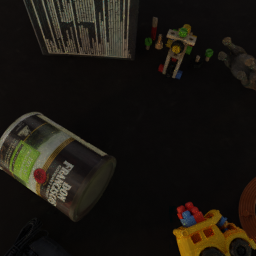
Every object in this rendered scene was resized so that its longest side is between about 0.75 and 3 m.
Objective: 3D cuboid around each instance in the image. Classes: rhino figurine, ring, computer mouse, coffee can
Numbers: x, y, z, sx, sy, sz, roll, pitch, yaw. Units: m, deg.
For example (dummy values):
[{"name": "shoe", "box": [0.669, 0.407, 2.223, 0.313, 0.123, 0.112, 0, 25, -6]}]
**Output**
[{"name": "rhino figurine", "box": [3.268, -1.428, 7.457, 0.680, 0.994, 2.274, -43, 53, 25]}, {"name": "ring", "box": [3.289, 1.690, 5.806, 1.966, 0.189, 1.966, -24, 44, 25]}, {"name": "computer mouse", "box": [-1.607, 2.801, 5.463, 2.157, 0.569, 1.494, 22, 61, 21]}, {"name": "coffee can", "box": [-1.536, 0.795, 6.127, 2.094, 1.532, 1.532, 29, 66, 15]}]

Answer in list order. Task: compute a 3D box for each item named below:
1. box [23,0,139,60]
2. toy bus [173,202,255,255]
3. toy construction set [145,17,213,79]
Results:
[{"name": "box", "box": [-1.105, -3.434, 7.530, 2.809, 2.831, 1.745, 3, 64, -1]}, {"name": "toy bus", "box": [1.621, 2.111, 5.664, 1.399, 0.949, 1.343, -18, 74, -11]}, {"name": "toy construction set", "box": [1.309, -2.525, 7.908, 1.573, 1.449, 1.886, -40, 69, -19]}]
